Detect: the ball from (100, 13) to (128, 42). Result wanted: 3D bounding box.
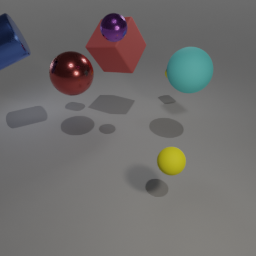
[{"bbox_3d":[-0.360,-2.549,7.125,0.700,0.700,0.700,0,31,0],"label":"ball"}]

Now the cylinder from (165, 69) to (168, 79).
[{"bbox_3d":[2.073,-2.299,12.232,0.700,0.700,0.700,-13,46,-20],"label":"cylinder"}]

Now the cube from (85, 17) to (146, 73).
[{"bbox_3d":[-0.405,-2.998,10.231,1.400,1.400,1.400,11,66,34],"label":"cube"}]

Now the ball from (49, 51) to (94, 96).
[{"bbox_3d":[-1.800,-1.738,8.968,1.400,1.400,1.400,0,31,0],"label":"ball"}]

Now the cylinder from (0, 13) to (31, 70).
[{"bbox_3d":[-4.042,-2.627,8.783,1.400,1.400,1.400,-28,36,-3],"label":"cylinder"}]

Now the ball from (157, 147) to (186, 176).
[{"bbox_3d":[1.057,0.808,6.842,0.700,0.700,0.700,0,31,0],"label":"ball"}]

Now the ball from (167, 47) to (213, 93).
[{"bbox_3d":[1.892,-1.768,8.608,1.400,1.400,1.400,0,31,0],"label":"ball"}]
